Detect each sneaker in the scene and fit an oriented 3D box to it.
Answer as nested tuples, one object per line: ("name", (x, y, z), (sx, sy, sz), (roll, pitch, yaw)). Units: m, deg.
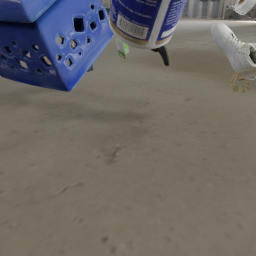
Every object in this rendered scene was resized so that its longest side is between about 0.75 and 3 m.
("sneaker", (0.857, -2.777, 9.622), (0.855, 1.610, 0.602), (-23, 9, 11))
("sneaker", (3.304, -2.524, 8.389), (0.665, 1.806, 1.044), (-39, 9, -9))

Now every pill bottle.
("pill bottle", (0.296, -1.654, 3.005), (0.847, 1.464, 0.847), (6, 58, -10))

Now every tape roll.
("tape roll", (3.597, -3.854, 8.526), (0.270, 0.771, 0.771), (26, 22, -15))

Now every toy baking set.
("toy baking set", (3.235, -1.351, 7.900), (0.589, 0.768, 0.089), (21, 13, 13))

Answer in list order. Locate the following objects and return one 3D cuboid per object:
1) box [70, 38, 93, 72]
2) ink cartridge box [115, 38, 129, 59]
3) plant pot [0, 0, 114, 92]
("box", (-1.757, -3.298, 9.806), (0.418, 2.408, 1.325), (-18, 39, -19))
("ink cartridge box", (-0.214, -3.196, 11.158), (0.435, 0.838, 0.249), (34, 66, 29))
("plant pot", (-2.298, -2.851, 7.387), (2.681, 2.410, 2.681), (14, 58, 26))
